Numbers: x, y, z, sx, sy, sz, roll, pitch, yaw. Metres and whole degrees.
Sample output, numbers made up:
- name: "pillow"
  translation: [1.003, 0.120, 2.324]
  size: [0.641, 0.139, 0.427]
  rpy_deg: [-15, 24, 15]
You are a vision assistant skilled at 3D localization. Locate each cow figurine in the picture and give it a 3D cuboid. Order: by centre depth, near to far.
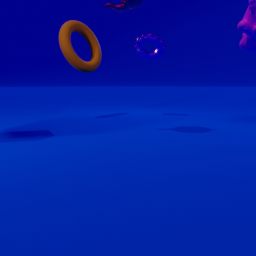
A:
- name: "cow figurine"
  translation: [3.962, -3.188, 8.643]
  size: [0.878, 1.600, 1.574]
  rpy_deg: [28, 26, 28]

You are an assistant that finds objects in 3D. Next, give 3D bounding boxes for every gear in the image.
- name: "gear"
  translation: [0.849, -3.151, 10.858]
  size: [1.166, 1.166, 0.216]
  rpy_deg: [3, 51, 16]

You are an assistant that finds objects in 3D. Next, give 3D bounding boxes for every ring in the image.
- name: "ring"
  translation: [-1.774, -3.090, 10.651]
  size: [0.404, 2.018, 2.018]
  rpy_deg: [-15, -1, 36]

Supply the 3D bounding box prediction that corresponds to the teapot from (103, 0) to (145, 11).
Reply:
- name: "teapot"
  translation: [0.122, -3.463, 6.740]
  size: [0.900, 1.837, 1.142]
  rpy_deg: [37, 19, -11]
